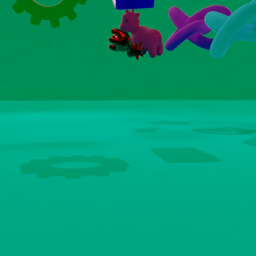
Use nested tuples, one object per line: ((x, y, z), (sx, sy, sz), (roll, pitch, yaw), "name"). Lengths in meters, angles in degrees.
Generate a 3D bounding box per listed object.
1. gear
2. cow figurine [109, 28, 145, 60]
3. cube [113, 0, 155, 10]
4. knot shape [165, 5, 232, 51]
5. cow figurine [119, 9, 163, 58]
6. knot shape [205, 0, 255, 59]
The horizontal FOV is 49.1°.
((-1.266, -2.240, 4.341), (1.267, 1.267, 0.234), (-2, 24, -14), "gear")
((-0.005, -2.397, 8.050), (1.049, 0.585, 1.066), (14, -5, -1), "cow figurine")
((0.076, -2.646, 5.103), (0.717, 0.717, 0.717), (-6, 42, -6), "cube")
((2.045, -2.839, 7.936), (1.890, 0.933, 2.020), (4, 44, 14), "knot shape")
((0.492, -3.475, 10.186), (1.733, 1.705, 0.951), (15, 31, 38), "cow figurine")
((2.331, -2.073, 5.747), (1.814, 0.896, 1.939), (-35, 25, -34), "knot shape")
